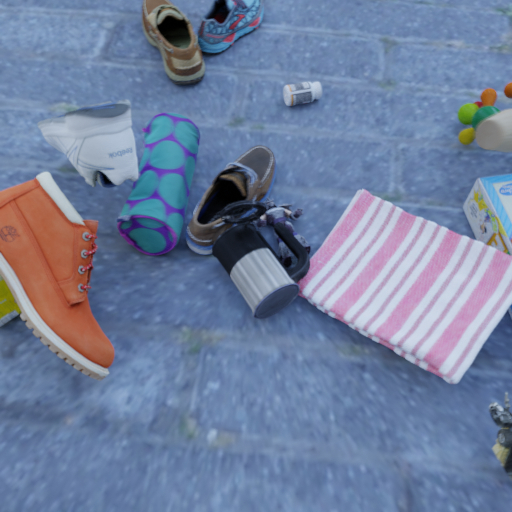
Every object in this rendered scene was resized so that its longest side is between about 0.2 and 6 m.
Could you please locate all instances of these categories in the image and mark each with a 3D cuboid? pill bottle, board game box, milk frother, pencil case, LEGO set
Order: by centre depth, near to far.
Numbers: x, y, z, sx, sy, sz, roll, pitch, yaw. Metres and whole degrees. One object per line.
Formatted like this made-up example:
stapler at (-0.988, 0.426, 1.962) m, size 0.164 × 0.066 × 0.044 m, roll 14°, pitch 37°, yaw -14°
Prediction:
LEGO set at (4.416, 1.594, 6.853) m, size 3.425 × 2.224 × 0.971 m, roll -4°, pitch 27°, yaw -3°
milk frother at (0.004, 0.011, 7.933) m, size 1.204 × 1.334 × 1.255 m, roll -42°, pitch 63°, yaw 11°
board game box at (6.017, 0.015, 8.307) m, size 4.819 × 0.825 × 3.240 m, roll -7°, pitch 58°, yaw -5°
pencil case at (-1.548, -1.194, 8.963) m, size 1.045 × 0.962 × 2.261 m, roll -3°, pitch 56°, yaw 19°
pill bottle at (0.863, -3.032, 10.434) m, size 0.656 × 0.382 × 0.382 m, roll -12°, pitch 59°, yaw -8°

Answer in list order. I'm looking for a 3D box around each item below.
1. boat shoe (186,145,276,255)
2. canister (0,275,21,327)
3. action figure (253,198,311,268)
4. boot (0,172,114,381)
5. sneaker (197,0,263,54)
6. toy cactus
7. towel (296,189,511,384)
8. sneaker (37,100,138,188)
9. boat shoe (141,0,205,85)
boat shoe at (-0.295, -1.023, 8.906) m, size 0.813 × 0.815 × 2.251 m, roll 28°, pitch 64°, yaw 6°
canister at (-3.381, 0.272, 8.019) m, size 1.425 × 1.058 × 0.617 m, roll -36°, pitch 51°, yaw -18°
action figure at (0.416, -0.459, 8.840) m, size 0.829 × 0.442 × 1.274 m, roll -20°, pitch 58°, yaw -7°
boot at (-2.493, 0.284, 7.380) m, size 1.507 × 1.055 × 2.811 m, roll -36°, pitch 103°, yaw -16°
sneaker at (-0.467, -4.880, 11.248) m, size 0.751 × 0.905 × 1.894 m, roll 30°, pitch 63°, yaw 17°
toy cactus at (4.236, -1.938, 8.961) m, size 2.357 × 1.461 × 2.857 m, roll -15°, pitch 41°, yaw -37°
towel at (2.092, 0.307, 7.925) m, size 2.739 × 0.410 × 2.004 m, roll 29°, pitch 73°, yaw 30°
sneaker at (-2.558, -1.619, 8.513) m, size 1.034 × 1.209 × 2.776 m, roll -21°, pitch 19°, yaw -24°
boat shoe at (-1.631, -4.446, 10.977) m, size 0.936 × 0.914 × 2.474 m, roll -22°, pitch 61°, yaw -13°
